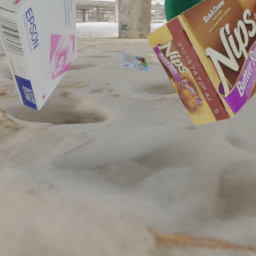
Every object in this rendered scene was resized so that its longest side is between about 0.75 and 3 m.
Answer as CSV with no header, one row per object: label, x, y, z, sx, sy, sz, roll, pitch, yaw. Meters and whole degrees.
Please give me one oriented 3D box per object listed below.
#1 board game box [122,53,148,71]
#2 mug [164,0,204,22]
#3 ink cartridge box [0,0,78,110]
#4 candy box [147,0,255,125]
board game box,0.255,-2.434,10.330,0.914,0.167,0.691,7,44,-16
mug,1.743,-2.928,6.915,1.170,1.555,1.892,-27,8,-20
ink cartridge box,-1.555,-2.132,5.862,0.582,2.637,2.685,23,60,5
candy box,1.734,-1.445,4.609,2.722,1.588,0.769,-38,14,-31
